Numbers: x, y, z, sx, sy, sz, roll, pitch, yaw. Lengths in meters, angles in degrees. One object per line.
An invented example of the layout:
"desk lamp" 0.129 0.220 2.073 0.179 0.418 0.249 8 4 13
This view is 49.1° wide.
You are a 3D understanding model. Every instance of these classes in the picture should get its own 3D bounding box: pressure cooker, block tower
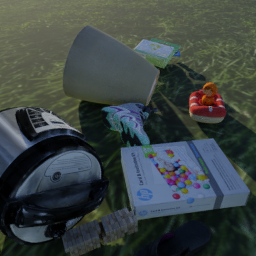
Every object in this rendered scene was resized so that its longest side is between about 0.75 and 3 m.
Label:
"pressure cooker" -1.805 1.005 5.822 2.356 2.393 2.679 -42 49 -21
"block tower" -0.565 2.142 5.759 1.508 0.436 0.407 -15 38 -17

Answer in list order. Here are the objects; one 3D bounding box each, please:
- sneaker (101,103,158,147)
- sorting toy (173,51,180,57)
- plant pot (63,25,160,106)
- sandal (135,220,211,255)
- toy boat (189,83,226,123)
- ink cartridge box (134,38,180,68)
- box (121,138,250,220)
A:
"sneaker" 0.373 -0.249 8.879 1.655 0.920 2.366 -20 40 -26
"sorting toy" 1.228 -3.635 14.273 2.832 0.386 1.595 -7 36 -8
"plant pot" -0.430 -1.923 10.180 2.893 2.709 2.709 21 38 8
"sandal" 0.820 2.326 5.461 2.008 0.481 0.755 -24 41 -33
"toy boat" 2.782 -0.986 9.702 1.200 1.202 1.838 5 35 7
"ink cartridge box" 1.479 -3.927 13.768 1.683 0.555 2.313 22 51 18
"box" 1.286 1.184 7.123 2.699 0.556 2.104 -6 35 -7
